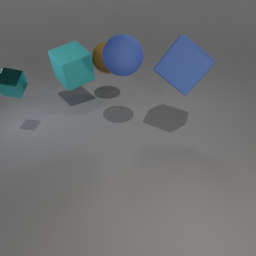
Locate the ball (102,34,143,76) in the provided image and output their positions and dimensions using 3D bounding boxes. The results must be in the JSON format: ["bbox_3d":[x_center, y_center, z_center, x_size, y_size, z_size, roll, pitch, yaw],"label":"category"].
[{"bbox_3d":[-0.181,-2.478,9.591,1.400,1.400,1.400,0,32,0],"label":"ball"}]

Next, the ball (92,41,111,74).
[{"bbox_3d":[-0.901,-3.144,12.515,1.400,1.400,1.400,0,32,0],"label":"ball"}]

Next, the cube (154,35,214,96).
[{"bbox_3d":[1.938,-2.182,9.602,1.400,1.400,1.400,40,24,0],"label":"cube"}]

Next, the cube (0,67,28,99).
[{"bbox_3d":[-3.947,-1.528,9.554,0.700,0.700,0.700,10,60,1],"label":"cube"}]

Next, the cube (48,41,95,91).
[{"bbox_3d":[-2.476,-2.768,12.422,1.400,1.400,1.400,-29,52,-21],"label":"cube"}]
